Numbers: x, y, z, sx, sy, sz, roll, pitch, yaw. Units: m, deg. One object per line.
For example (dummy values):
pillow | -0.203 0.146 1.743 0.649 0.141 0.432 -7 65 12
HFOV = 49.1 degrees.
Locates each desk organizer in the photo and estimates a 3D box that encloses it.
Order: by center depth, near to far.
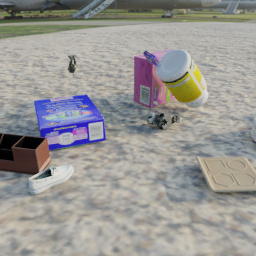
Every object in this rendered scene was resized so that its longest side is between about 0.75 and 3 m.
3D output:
desk organizer | -3.791 0.784 9.027 2.403 0.925 0.862 5 28 10

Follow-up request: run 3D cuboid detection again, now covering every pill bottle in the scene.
pill bottle | 2.515 -2.052 12.442 1.548 2.754 1.548 -20 52 27

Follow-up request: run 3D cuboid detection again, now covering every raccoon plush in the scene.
raccoon plush | 1.440 -0.290 11.745 1.415 0.684 0.948 10 5 -37

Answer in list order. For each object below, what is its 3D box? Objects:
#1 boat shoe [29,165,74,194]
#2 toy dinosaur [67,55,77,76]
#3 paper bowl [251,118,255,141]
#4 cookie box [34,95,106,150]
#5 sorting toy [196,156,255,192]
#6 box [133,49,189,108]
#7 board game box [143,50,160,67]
boat shoe | -2.227 1.398 8.295 0.557 0.506 1.515 19 33 32
toy dinosaur | -2.334 -2.676 11.880 0.433 0.803 1.823 -7 16 -13
paper bowl | 5.738 -0.008 10.480 1.987 1.033 1.987 -1 28 1
cookie box | -2.363 -0.333 11.079 2.337 1.027 2.732 -9 29 -18
sorting toy | 3.101 1.418 8.532 1.805 0.329 1.671 3 27 -4
box | 1.634 -2.512 13.933 2.611 2.297 1.262 -22 34 -37
board game box | 0.990 -2.941 11.863 0.169 0.507 0.754 -43 45 -2
